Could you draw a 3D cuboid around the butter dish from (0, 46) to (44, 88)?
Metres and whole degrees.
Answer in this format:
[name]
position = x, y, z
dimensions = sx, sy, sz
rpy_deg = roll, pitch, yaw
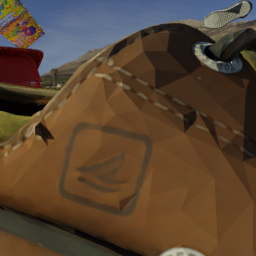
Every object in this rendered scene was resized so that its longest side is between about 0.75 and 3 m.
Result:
[butter dish]
position = -3.425, -0.810, 7.672
dimensions = 2.520, 1.868, 2.527
rpy_deg = -15, -27, -51

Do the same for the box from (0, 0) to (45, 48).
[box]
position = -3.539, -3.397, 8.317
dimensions = 0.986, 1.556, 1.616
rpy_deg = -38, -2, 0

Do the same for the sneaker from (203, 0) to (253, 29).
[sneaker]
position = 3.526, -3.982, 9.808
dimensions = 1.596, 0.607, 1.153
rpy_deg = -8, 23, 34

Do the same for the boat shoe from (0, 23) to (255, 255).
[boat shoe]
position = 0.106, 0.157, 0.595
dimensions = 2.285, 0.777, 0.822
rpy_deg = 1, 4, 11
